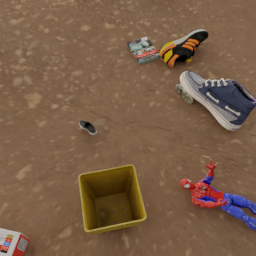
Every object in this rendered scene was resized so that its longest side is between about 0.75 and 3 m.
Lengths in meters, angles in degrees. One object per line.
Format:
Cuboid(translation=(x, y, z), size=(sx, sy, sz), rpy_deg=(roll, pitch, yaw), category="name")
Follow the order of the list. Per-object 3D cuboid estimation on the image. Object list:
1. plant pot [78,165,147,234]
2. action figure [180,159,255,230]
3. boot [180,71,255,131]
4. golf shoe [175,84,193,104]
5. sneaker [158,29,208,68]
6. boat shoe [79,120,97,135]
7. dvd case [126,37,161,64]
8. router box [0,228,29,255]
Cuboid(translation=(-0.394, 1.888, 6.912), size=(1.379, 1.216, 1.379), rpy_deg=(-9, 57, -7), category="plant pot")
Cuboid(translation=(2.641, 1.758, 6.995), size=(2.713, 1.343, 0.885), rpy_deg=(20, 58, 16), category="action figure")
Cuboid(translation=(2.840, -1.237, 8.883), size=(0.963, 1.196, 2.647), rpy_deg=(-20, 59, -38), category="boot")
Cuboid(translation=(2.010, -1.219, 9.532), size=(0.433, 0.348, 0.890), rpy_deg=(-22, 60, -21), category="golf shoe")
Cuboid(translation=(2.240, -2.916, 10.503), size=(2.165, 0.757, 0.974), rpy_deg=(-26, 76, -16), category="sneaker")
Cuboid(translation=(-1.269, -0.077, 8.693), size=(0.292, 0.276, 0.835), rpy_deg=(-33, 47, -20), category="boat shoe")
Cuboid(translation=(0.591, -3.027, 10.848), size=(0.916, 0.138, 1.255), rpy_deg=(-20, 59, -13), category="dvd case")
Cuboid(translation=(-4.071, 3.378, 6.228), size=(2.797, 0.683, 2.511), rpy_deg=(10, 57, 7), category="router box")
